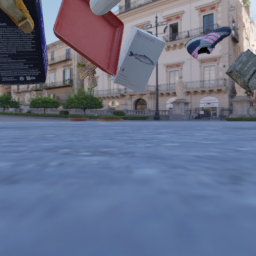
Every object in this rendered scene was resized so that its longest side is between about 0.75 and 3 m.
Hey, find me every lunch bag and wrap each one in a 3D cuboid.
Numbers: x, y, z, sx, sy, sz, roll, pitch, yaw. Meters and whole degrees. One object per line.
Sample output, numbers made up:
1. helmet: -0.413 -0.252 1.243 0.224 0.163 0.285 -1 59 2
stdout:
1. lunch bag: 3.456 -1.597 7.994 0.991 0.813 0.583 40 -2 -4

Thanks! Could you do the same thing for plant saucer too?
1. plant saucer: -1.152 -2.986 8.480 0.431 2.348 2.344 -19 -37 39

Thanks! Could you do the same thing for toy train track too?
1. toy train track: -1.845 -2.847 11.179 0.430 2.644 1.517 -11 -12 -43

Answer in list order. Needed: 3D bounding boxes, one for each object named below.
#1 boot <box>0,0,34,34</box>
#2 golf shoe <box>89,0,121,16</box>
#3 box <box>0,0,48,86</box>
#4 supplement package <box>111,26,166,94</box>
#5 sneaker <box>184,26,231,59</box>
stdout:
1. boot: -2.833 -3.045 6.830 0.531 1.509 1.080 -30 37 -4
2. golf shoe: -0.200 -3.275 6.123 0.676 1.862 0.857 36 17 -23
3. box: -3.413 -3.040 8.778 1.462 2.802 2.074 -3 35 -11
4. supplement package: 0.359 -2.761 11.354 1.309 2.239 1.313 19 20 -16
5. sneaker: 3.005 -3.035 10.123 1.819 0.746 0.638 -24 -20 -2
